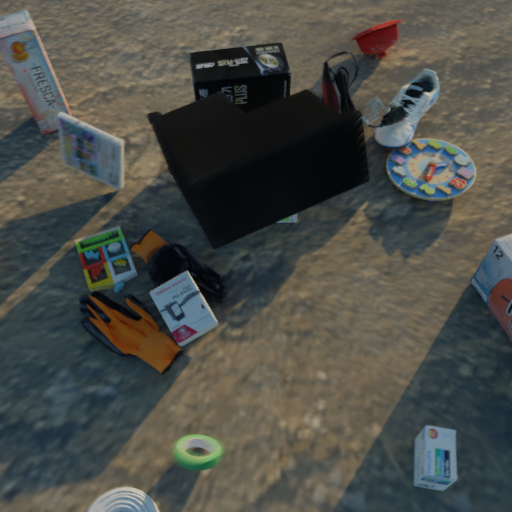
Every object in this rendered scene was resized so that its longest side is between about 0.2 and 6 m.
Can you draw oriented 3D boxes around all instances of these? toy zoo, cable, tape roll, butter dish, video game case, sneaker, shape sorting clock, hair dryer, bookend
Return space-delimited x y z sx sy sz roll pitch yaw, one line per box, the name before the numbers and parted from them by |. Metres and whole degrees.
toy zoo | -2.827 0.117 10.609 0.915 0.143 1.394 -19 58 -13
cable | -1.905 3.868 7.922 1.099 0.381 1.099 -9 56 -6
tape roll | -0.878 2.949 8.419 0.675 0.162 0.675 8 15 -2
butter dish | 3.062 -5.329 13.976 1.059 0.785 1.062 -24 15 -19
video game case | -3.250 -2.037 11.091 1.338 1.470 0.174 25 59 1
sneaker | 3.319 -3.257 12.411 0.888 0.895 2.470 22 57 25
shape sorting clock | 3.681 -1.864 11.811 1.843 0.362 1.843 0 55 0
hair dryer | 1.590 -2.799 11.829 2.712 0.737 2.065 -42 83 -10
bookend | -0.067 -1.870 9.584 2.815 1.305 2.833 -25 41 -9

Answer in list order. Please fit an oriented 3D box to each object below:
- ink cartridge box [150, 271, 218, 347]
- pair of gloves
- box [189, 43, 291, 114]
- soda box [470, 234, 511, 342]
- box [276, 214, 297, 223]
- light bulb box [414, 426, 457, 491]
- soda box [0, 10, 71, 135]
ink cartridge box | -1.251 0.909 9.668 0.767 0.440 1.056 -30 76 -9
pair of gloves | -1.827 0.781 10.051 2.125 0.295 2.385 33 61 14
box | -0.304 -3.029 11.448 1.860 2.271 0.978 -7 56 -5
soda box | 5.376 1.532 8.898 1.502 1.396 4.392 -18 57 -12
box | -0.134 -1.311 11.016 1.891 1.064 0.959 -1 56 -1
light bulb box | 2.644 3.002 8.298 0.459 0.736 0.729 8 57 5
soda box | -4.682 -3.800 11.855 0.782 2.460 0.841 -23 58 -12
